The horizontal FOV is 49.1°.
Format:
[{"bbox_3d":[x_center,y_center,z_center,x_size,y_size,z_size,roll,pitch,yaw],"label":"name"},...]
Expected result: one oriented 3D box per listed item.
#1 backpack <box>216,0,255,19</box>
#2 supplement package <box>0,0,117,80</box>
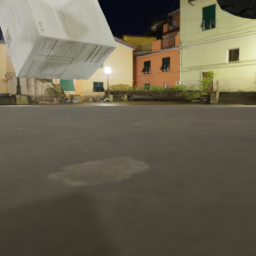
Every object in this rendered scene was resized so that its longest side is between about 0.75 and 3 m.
[{"bbox_3d":[3.124,-3.524,7.022,1.757,1.333,2.105,27,44,14],"label":"backpack"},{"bbox_3d":[-2.088,-2.851,8.149,2.435,2.329,1.791,-6,-23,-43],"label":"supplement package"}]
